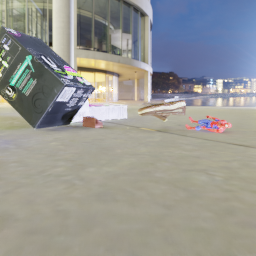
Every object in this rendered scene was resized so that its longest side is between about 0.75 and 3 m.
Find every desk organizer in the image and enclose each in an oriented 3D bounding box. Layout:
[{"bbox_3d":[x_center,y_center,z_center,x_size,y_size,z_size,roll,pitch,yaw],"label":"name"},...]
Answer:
[{"bbox_3d":[-1.154,-0.195,9.092,0.311,0.334,0.868,-4,7,-36],"label":"desk organizer"}]

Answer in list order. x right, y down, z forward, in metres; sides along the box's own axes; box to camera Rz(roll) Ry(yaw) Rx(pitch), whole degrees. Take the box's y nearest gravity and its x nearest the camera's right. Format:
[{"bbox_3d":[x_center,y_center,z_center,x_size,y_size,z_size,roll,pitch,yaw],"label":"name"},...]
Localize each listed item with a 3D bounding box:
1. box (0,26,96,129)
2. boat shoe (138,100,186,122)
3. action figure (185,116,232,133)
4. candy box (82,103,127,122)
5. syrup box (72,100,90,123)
[{"bbox_3d":[-2.772,-1.493,8.656,2.682,1.667,1.992,42,15,11],"label":"box"},{"bbox_3d":[0.966,-0.410,7.694,1.365,0.505,0.504,-10,9,-6],"label":"boat shoe"},{"bbox_3d":[2.204,-0.102,7.672,1.342,0.439,0.347,6,-33,47],"label":"action figure"},{"bbox_3d":[-1.325,-0.731,12.285,2.199,0.671,1.500,-5,11,-37],"label":"candy box"},{"bbox_3d":[-2.338,-0.692,11.007,0.780,0.806,1.980,-11,9,-37],"label":"syrup box"}]
